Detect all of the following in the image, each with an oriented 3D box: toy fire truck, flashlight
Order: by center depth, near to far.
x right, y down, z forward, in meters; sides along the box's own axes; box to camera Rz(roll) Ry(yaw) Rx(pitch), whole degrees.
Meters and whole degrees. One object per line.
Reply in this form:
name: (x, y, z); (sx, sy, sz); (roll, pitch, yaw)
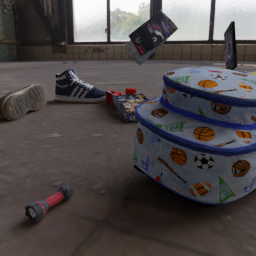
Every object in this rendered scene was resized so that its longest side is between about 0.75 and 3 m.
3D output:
flashlight: (-1.207, 1.149, 4.441); (0.295, 0.296, 0.870); (10, 20, 29)
toy fire truck: (-0.135, -1.300, 12.203); (1.576, 0.545, 2.235); (-4, 18, -20)

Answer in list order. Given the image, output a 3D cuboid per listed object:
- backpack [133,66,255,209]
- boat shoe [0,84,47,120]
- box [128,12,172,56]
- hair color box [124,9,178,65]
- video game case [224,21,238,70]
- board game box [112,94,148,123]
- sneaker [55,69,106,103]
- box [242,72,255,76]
backpack: (1.485, 0.061, 5.167); (2.859, 2.203, 2.724); (19, 35, 40)
boat shoe: (-4.095, -1.103, 10.669); (1.058, 1.075, 2.886); (3, 16, 12)
box: (0.589, -2.455, 7.305); (0.552, 0.636, 1.040); (-18, 24, 47)
hair color box: (0.893, -3.647, 11.324); (0.629, 2.075, 1.027); (32, 23, -43)
video game case: (4.030, -3.114, 11.034); (0.164, 1.733, 1.238); (-3, -3, 6)
board game box: (0.274, -0.768, 10.235); (1.245, 0.318, 1.838); (-6, 28, -19)
sneaker: (-2.105, -1.935, 12.748); (2.654, 1.440, 0.930); (3, 17, 10)
box: (5.519, -1.155, 9.965); (2.416, 1.530, 2.509); (2, 17, 8)
